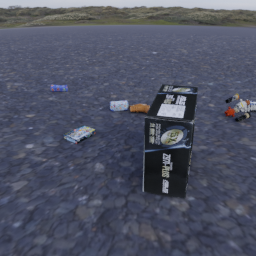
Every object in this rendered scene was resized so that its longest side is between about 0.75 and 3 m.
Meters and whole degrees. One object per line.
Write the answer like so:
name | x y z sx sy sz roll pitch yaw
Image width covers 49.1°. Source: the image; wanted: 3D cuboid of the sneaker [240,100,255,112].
sneaker | 5.666 -1.053 12.753 1.192 0.482 0.688 2 28 7

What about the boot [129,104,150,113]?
boot | 0.518 -0.816 12.400 0.828 0.394 1.070 -5 15 -12

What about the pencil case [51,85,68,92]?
pencil case | -3.725 -2.159 15.170 0.929 0.363 0.404 1 26 2

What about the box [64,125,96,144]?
box | -1.786 0.229 10.435 0.688 0.190 1.008 18 31 32

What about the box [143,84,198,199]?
box | 1.279 0.226 8.075 1.186 2.256 2.754 7 26 13

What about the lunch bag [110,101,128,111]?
lunch bag | -0.391 -1.037 12.908 0.877 0.331 0.703 -2 24 -2

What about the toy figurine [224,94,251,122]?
toy figurine | 4.624 -0.847 11.743 0.700 0.991 1.006 -21 32 -16
